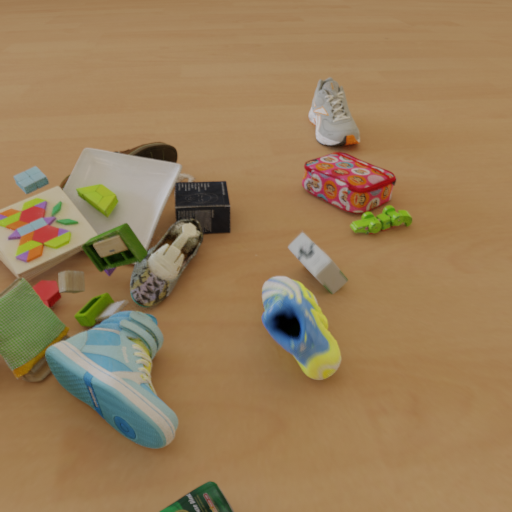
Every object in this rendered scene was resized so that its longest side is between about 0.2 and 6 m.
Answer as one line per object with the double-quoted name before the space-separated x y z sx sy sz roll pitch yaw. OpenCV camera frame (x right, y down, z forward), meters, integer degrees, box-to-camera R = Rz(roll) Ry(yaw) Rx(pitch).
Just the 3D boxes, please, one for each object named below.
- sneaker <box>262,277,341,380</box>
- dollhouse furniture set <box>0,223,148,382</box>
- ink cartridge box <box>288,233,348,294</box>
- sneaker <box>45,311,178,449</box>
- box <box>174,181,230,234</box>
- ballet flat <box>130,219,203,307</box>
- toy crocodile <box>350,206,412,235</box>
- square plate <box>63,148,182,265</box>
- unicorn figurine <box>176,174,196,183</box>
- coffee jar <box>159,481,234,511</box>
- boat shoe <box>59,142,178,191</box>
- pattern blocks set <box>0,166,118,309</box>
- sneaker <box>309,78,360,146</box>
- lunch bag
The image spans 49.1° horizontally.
"sneaker" 0.483 0.789 8.250 0.818 1.134 2.160 -40 40 2
"dollhouse furniture set" -2.705 0.593 8.278 0.984 1.274 2.550 -14 26 36
"ink cartridge box" 1.060 0.125 9.708 0.398 0.703 0.959 -43 43 3
"sneaker" -1.586 1.477 7.577 2.335 0.929 1.524 25 43 31
"box" -1.097 -0.993 11.418 1.082 0.682 1.101 -4 34 -5
"ballet flat" -1.504 -0.024 9.792 0.806 0.806 2.242 9 34 13
"toy crocodile" 2.525 -0.673 11.271 1.315 0.406 0.444 -16 38 -15
"square plate" -2.805 -0.990 10.980 2.262 0.322 2.240 12 68 16
"unicorn figurine" -1.851 -1.729 12.780 0.974 0.360 0.669 13 25 28
"coffee jar" -0.925 2.957 5.632 1.497 0.639 0.781 -19 38 -25
"boat shoe" -3.063 -1.964 12.555 0.959 1.015 2.821 28 43 33
"pattern blocks set" -4.012 -0.440 10.256 3.675 0.298 3.231 28 53 27
"sneaker" 2.069 -3.969 15.236 1.100 1.337 2.906 -7 35 -9
"lunch bag" 2.117 -1.675 12.447 1.623 0.755 1.843 -22 40 -37
